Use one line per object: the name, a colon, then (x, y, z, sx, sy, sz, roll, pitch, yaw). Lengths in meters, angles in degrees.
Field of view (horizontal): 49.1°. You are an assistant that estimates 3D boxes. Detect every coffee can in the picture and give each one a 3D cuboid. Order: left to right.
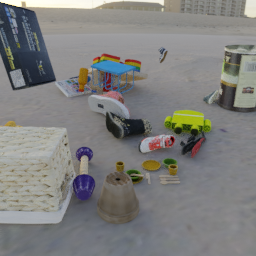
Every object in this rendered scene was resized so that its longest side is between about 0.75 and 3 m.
coffee can: (5.628, -2.470, 13.685, 2.096, 2.863, 2.096, 0, 24, 0)

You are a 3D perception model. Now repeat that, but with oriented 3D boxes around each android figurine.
android figurine: (2.498, -0.258, 11.720, 1.900, 0.429, 2.087, 5, 24, 11)

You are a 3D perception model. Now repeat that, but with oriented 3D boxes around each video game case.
video game case: (-3.176, -2.381, 16.316, 1.537, 0.200, 1.689, -17, 43, -32)

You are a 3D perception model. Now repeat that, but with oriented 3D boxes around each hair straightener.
hair straightener: (2.290, 0.477, 10.112, 0.771, 0.410, 2.003, 13, 27, 26)

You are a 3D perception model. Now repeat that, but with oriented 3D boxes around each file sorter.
file sorter: (-0.658, -2.229, 12.189, 1.604, 0.984, 1.113, 22, 35, 32)

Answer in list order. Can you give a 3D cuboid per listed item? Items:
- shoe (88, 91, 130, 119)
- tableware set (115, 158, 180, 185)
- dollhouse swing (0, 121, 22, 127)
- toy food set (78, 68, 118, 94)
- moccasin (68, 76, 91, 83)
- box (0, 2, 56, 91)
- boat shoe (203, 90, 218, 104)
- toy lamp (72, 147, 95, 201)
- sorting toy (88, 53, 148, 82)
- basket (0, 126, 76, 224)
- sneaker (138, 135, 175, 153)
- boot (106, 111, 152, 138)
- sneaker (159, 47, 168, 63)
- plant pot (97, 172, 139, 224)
shoe: (-0.554, -1.070, 12.823, 1.313, 1.031, 2.886, -21, 28, -33)
tableware set: (0.592, 1.233, 8.565, 1.957, 0.300, 1.318, -1, 24, 0)
dollhouse swing: (-4.783, -0.001, 9.732, 2.071, 1.882, 1.821, -1, 45, -1)
toy food set: (-1.568, -2.515, 16.238, 1.373, 1.294, 2.876, 9, 1, 29)
moccasin: (-3.150, -3.211, 18.132, 1.456, 0.586, 0.496, -6, 36, -16)
box: (-3.263, -2.515, 8.855, 0.625, 2.450, 1.932, -12, 11, 13)
boat shoe: (4.407, -1.697, 14.859, 0.447, 0.527, 1.448, 19, 35, 28)
toy lamp: (-1.263, 1.266, 8.100, 0.638, 0.638, 2.192, -3, 25, -7)
sorting toy: (-0.631, -3.550, 16.556, 2.829, 0.991, 2.846, 8, 1, -24)
basket: (-2.947, 1.080, 7.080, 2.888, 1.782, 1.958, 0, 23, 1)
sneaker: (1.045, 0.532, 9.767, 1.367, 0.456, 0.732, -18, 12, -40)
boot: (-0.036, -0.172, 11.311, 1.471, 0.703, 1.948, -5, 24, -20)
sneaker: (1.687, -3.699, 14.132, 0.278, 0.793, 0.430, -22, 61, -36)
plant pot: (-0.242, 1.629, 6.907, 1.077, 0.934, 1.077, 1, 23, 0)
